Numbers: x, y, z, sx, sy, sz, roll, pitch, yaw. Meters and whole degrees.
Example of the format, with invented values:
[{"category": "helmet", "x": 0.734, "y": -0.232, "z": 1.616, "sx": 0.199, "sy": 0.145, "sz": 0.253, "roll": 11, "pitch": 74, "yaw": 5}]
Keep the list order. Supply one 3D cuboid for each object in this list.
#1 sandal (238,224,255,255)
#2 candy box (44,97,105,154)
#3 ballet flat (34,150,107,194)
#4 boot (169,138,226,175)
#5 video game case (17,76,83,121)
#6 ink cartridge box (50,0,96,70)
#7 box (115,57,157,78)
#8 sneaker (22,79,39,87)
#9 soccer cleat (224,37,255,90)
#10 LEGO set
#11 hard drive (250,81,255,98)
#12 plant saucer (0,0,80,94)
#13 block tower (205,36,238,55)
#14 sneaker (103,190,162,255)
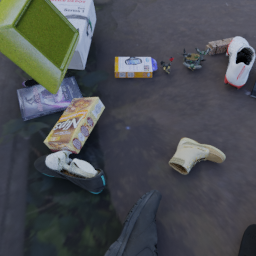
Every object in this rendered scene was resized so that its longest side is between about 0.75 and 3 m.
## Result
[{"category": "sandal", "x": 2.477, "y": 3.083, "z": 5.481, "sx": 1.050, "sy": 0.630, "sz": 2.797, "roll": 19, "pitch": 52, "yaw": 16}, {"category": "candy box", "x": -1.501, "y": -0.113, "z": 8.019, "sx": 1.009, "sy": 0.484, "sz": 1.749, "roll": 1, "pitch": 49, "yaw": 34}, {"category": "ballet flat", "x": -1.496, "y": 0.982, "z": 7.247, "sx": 2.120, "sy": 0.725, "sz": 0.721, "roll": 17, "pitch": 39, "yaw": 14}, {"category": "boot", "x": 1.848, "y": 0.866, "z": 7.522, "sx": 1.302, "sy": 0.474, "sz": 1.012, "roll": 23, "pitch": 52, "yaw": 20}, {"category": "video game case", "x": -2.603, "y": -1.033, "z": 9.376, "sx": 2.003, "sy": 0.190, "sz": 1.431, "roll": -16, "pitch": 50, "yaw": -15}, {"category": "ink cartridge box", "x": -2.442, "y": -3.669, "z": 10.655, "sx": 1.981, "sy": 1.144, "sz": 2.713, "roll": 5, "pitch": 64, "yaw": 5}, {"category": "box", "x": 0.284, "y": -2.250, "z": 10.362, "sx": 1.543, "sy": 0.320, "sz": 0.918, "roll": 1, "pitch": 49, "yaw": -2}, {"category": "sneaker", "x": -3.299, "y": -1.613, "z": 9.806, "sx": 0.797, "sy": 0.302, "sz": 0.349, "roll": -16, "pitch": 13, "yaw": -36}, {"category": "soccer cleat", "x": 4.071, "y": -2.589, "z": 9.987, "sx": 0.957, "sy": 1.188, "sz": 2.789, "roll": 23, "pitch": 54, "yaw": 4}, {"category": "LEGO set", "x": 2.203, "y": -2.459, "z": 10.523, "sx": 1.915, "sy": 0.543, "sz": 1.244, "roll": -9, "pitch": 46, "yaw": 9}, {"category": "hard drive", "x": 5.565, "y": -1.314, "z": 9.472, "sx": 2.384, "sy": 0.392, "sz": 1.664, "roll": 22, "pitch": 52, "yaw": 18}, {"category": "plant saucer", "x": -2.442, "y": -2.719, "z": 8.065, "sx": 0.615, "sy": 2.567, "sz": 2.571, "roll": -13, "pitch": 50, "yaw": 35}, {"category": "block tower", "x": 3.842, "y": -3.289, "z": 11.211, "sx": 1.406, "sy": 0.380, "sz": 0.407, "roll": -16, "pitch": 52, "yaw": -13}, {"category": "sneaker", "x": 0.261, "y": 2.428, "z": 6.044, "sx": 1.052, "sy": 0.881, "sz": 2.319, "roll": 28, "pitch": 61, "yaw": 10}]
